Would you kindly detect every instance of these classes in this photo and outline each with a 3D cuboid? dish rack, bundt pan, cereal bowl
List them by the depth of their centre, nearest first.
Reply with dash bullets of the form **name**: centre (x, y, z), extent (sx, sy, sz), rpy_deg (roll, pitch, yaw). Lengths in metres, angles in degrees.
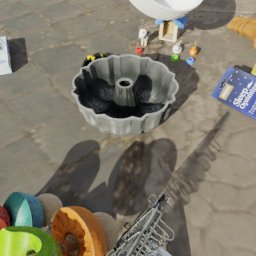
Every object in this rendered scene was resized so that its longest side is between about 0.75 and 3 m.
- **dish rack**: centre (-0.099, 2.141, 4.066), extent (0.738, 2.705, 2.075), rpy_deg (35, 54, 9)
- **cereal bowl**: centre (0.863, -4.252, 7.980), extent (2.712, 1.129, 2.712), rpy_deg (5, 76, -22)
- **bundt pan**: centre (-0.076, -0.870, 8.128), extent (2.988, 1.122, 2.988), rpy_deg (0, 45, 0)

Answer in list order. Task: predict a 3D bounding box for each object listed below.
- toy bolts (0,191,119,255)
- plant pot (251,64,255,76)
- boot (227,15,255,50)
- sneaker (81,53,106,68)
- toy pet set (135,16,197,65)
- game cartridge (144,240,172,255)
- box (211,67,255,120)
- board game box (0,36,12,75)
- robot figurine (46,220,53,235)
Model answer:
- **toy bolts**: centre (-1.560, 2.249, 5.028), extent (2.647, 2.528, 1.836), rpy_deg (24, 18, 39)
- **plant pot**: centre (4.630, -1.757, 8.736), extent (1.678, 1.678, 1.579), rpy_deg (35, 71, 29)
- **boot**: centre (4.852, -3.904, 11.172), extent (1.835, 0.907, 2.364), rpy_deg (32, 52, 25)
- **sneaker**: centre (-1.126, -2.171, 9.524), extent (0.701, 0.901, 2.004), rpy_deg (7, 46, 7)
- **toy pet set**: centre (1.669, -3.734, 10.809), extent (2.314, 1.229, 2.160), rpy_deg (15, 48, 13)
- **game cartridge**: centre (0.633, 2.611, 5.020), extent (1.042, 0.213, 0.694), rpy_deg (45, 45, -15)
- **box**: centre (3.521, -1.036, 8.394), extent (1.848, 1.119, 0.299), rpy_deg (35, 11, 30)
- **board game box**: centre (-5.376, -2.513, 10.171), extent (2.035, 0.441, 2.025), rpy_deg (-14, 48, -13)
- **robot figurine**: centre (-1.210, 2.320, 5.237), extent (0.941, 0.781, 1.252), rpy_deg (-6, 53, -9)
